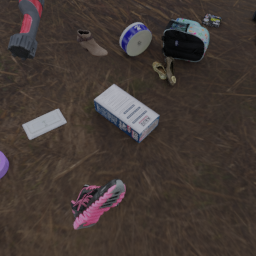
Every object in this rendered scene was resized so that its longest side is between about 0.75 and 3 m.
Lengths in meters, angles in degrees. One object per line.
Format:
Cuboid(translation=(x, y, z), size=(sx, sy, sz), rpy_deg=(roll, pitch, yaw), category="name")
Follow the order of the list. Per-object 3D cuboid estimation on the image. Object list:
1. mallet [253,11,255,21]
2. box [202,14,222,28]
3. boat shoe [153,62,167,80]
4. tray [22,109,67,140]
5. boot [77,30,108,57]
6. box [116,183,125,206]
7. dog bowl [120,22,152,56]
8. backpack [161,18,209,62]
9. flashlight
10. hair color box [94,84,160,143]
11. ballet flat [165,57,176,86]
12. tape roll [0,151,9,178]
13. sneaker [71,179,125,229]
Cuboid(translation=(7.039, -5.440, 15.188), size=(0.857, 0.536, 2.603), rpy_deg=(21, 62, 13), category="mallet")
Cuboid(translation=(4.696, -6.021, 15.699), size=(0.955, 0.211, 0.765), rpy_deg=(20, 58, 13), category="box")
Cuboid(translation=(1.557, -2.830, 13.422), size=(0.433, 0.370, 1.181), rpy_deg=(-21, 58, -14), category="boat shoe")
Cuboid(translation=(-3.516, -0.219, 11.755), size=(1.666, 0.185, 0.894), rpy_deg=(-27, 61, -17), category="tray")
Cuboid(translation=(-1.245, -2.909, 9.555), size=(1.108, 0.810, 0.389), rpy_deg=(17, 61, 18), category="boot")
Cuboid(translation=(-0.450, 2.300, 9.894), size=(0.465, 0.403, 0.760), rpy_deg=(17, 57, 11), category="box")
Cuboid(translation=(0.386, -4.325, 13.726), size=(1.547, 1.547, 0.609), rpy_deg=(-29, 65, -19), category="dog bowl")
Cuboid(translation=(2.834, -4.176, 13.457), size=(2.060, 1.829, 1.551), rpy_deg=(22, 61, 19), category="backpack")
Cuboid(translation=(-3.621, -3.696, 9.910), size=(0.922, 0.926, 2.725), rpy_deg=(-7, 59, 17), category="flashlight")
Cuboid(translation=(-0.082, -0.639, 11.678), size=(2.538, 0.768, 1.269), rpy_deg=(37, 63, 22), category="hair color box")
Cuboid(translation=(2.048, -2.733, 13.213), size=(0.425, 0.618, 1.833), rpy_deg=(-17, 48, 21), category="ballet flat")
Cuboid(translation=(-5.141, 1.416, 10.515), size=(1.181, 0.387, 1.181), rpy_deg=(0, 56, -1), category="tape roll")
Cuboid(translation=(-0.904, 1.829, 7.421), size=(0.818, 2.071, 0.988), rpy_deg=(13, 42, -44), category="sneaker")
